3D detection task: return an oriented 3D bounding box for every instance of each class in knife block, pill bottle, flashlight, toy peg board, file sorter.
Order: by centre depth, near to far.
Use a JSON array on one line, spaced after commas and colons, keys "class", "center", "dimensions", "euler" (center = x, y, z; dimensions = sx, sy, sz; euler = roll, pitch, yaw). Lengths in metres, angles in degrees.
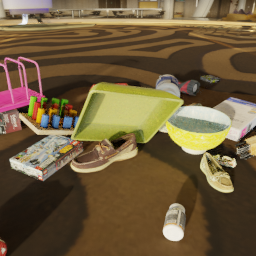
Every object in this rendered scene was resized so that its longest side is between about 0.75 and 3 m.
[{"class": "pill bottle", "center": [1.108, 2.185, 6.566], "dimensions": [0.469, 0.469, 0.806], "euler": [7, 27, 14]}, {"class": "knife block", "center": [4.152, 0.519, 9.275], "dimensions": [1.057, 1.205, 0.385], "euler": [22, 19, -24]}, {"class": "toy peg board", "center": [-2.806, -0.520, 10.697], "dimensions": [1.975, 0.966, 1.967], "euler": [1, 18, -40]}, {"class": "file sorter", "center": [-5.023, -1.780, 11.125], "dimensions": [1.842, 1.662, 2.651], "euler": [23, 34, 39]}, {"class": "pill bottle", "center": [1.660, -1.514, 11.721], "dimensions": [1.010, 1.010, 1.820], "euler": [3, 27, 6]}, {"class": "flashlight", "center": [2.723, -2.424, 15.324], "dimensions": [0.813, 0.816, 2.402], "euler": [-24, 36, -39]}]

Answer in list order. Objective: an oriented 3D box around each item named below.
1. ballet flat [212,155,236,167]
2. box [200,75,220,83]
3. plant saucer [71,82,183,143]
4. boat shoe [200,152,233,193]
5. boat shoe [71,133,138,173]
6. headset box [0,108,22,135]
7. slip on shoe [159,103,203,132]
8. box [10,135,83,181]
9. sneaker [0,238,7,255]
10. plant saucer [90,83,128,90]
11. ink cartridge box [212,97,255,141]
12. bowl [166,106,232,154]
[{"class": "ballet flat", "center": [3.017, 1.023, 9.052], "dimensions": [0.945, 0.302, 0.357], "euler": [9, 29, 18]}, {"class": "box", "center": [5.015, -3.003, 17.136], "dimensions": [0.738, 0.204, 0.921], "euler": [-13, 30, -24]}, {"class": "plant saucer", "center": [-0.164, -0.475, 8.797], "dimensions": [2.800, 2.804, 0.671], "euler": [4, 60, -22]}, {"class": "boat shoe", "center": [2.608, 1.305, 8.286], "dimensions": [0.556, 0.480, 1.525], "euler": [-4, 27, -8]}, {"class": "boat shoe", "center": [-0.728, 0.711, 9.047], "dimensions": [2.369, 0.853, 0.855], "euler": [-14, 30, -26]}, {"class": "headset box", "center": [-5.458, -0.395, 11.194], "dimensions": [2.362, 0.886, 1.756], "euler": [-16, 31, -29]}, {"class": "slip on shoe", "center": [2.042, -0.416, 11.449], "dimensions": [2.514, 0.931, 0.769], "euler": [-22, 8, -33]}, {"class": "box", "center": [-2.609, 0.881, 9.216], "dimensions": [1.359, 0.396, 1.985], "euler": [14, 30, 26]}, {"class": "sneaker", "center": [-3.709, 2.601, 5.596], "dimensions": [2.162, 0.847, 1.249], "euler": [-6, 16, -39]}, {"class": "plant saucer", "center": [-0.860, -1.845, 14.618], "dimensions": [2.297, 0.422, 2.293], "euler": [-3, 27, -7]}, {"class": "ink cartridge box", "center": [4.226, -0.439, 11.224], "dimensions": [1.672, 0.588, 2.802], "euler": [23, 38, 37]}, {"class": "bowl", "center": [2.351, 0.189, 9.708], "dimensions": [2.208, 1.188, 2.208], "euler": [0, 27, 0]}]
